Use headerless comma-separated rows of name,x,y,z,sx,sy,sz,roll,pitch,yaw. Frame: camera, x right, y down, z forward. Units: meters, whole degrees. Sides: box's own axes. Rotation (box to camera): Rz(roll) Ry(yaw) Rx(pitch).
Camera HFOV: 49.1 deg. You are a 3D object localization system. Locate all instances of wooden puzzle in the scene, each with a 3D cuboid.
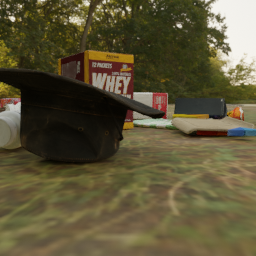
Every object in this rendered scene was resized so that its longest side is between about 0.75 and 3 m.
wooden puzzle,2.089,-0.046,7.214,1.785,0.309,2.646,-1,10,0

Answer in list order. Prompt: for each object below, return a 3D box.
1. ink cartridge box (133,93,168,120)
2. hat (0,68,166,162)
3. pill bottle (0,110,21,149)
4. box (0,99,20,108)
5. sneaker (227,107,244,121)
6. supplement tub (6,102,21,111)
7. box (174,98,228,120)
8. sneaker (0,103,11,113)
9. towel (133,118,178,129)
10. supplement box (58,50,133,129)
ink cartridge box,0.362,-1.073,13.267,2.906,1.204,2.133,1,7,4
hat,-0.847,-0.066,4.097,2.644,1.066,2.644,14,2,0
pill bottle,-2.047,0.013,5.144,0.676,0.676,1.219,1,6,8
box,-5.006,-0.947,13.481,0.973,0.931,1.951,3,6,26
sneaker,4.093,-0.509,10.846,0.652,0.617,1.691,-3,3,19
supplement tub,-2.083,-0.181,6.338,1.174,0.824,0.824,-4,7,-33
box,2.517,-0.567,9.631,1.603,0.632,1.132,3,-16,26
sneaker,-3.551,-0.313,7.910,0.722,0.774,2.050,5,7,42
towel,1.459,-0.172,9.094,2.296,0.269,1.751,5,8,41
supplement box,-1.039,-1.093,8.622,1.463,2.173,2.203,-4,7,-34
